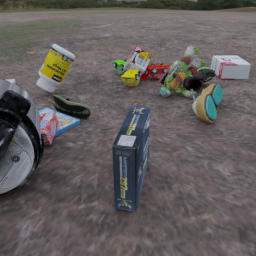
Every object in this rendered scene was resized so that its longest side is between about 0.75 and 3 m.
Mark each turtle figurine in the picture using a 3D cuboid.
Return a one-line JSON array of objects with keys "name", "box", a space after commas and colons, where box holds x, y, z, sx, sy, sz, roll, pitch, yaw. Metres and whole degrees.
[{"name": "turtle figurine", "box": [2.267, -1.942, 10.547, 1.558, 2.099, 2.165, 38, -10, -7]}]

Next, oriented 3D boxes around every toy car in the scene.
[{"name": "toy car", "box": [0.268, -2.637, 13.068, 2.851, 0.636, 2.683, -21, 34, -35]}]

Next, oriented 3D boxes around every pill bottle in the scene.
[{"name": "pill bottle", "box": [-2.885, -2.314, 11.038, 0.965, 1.716, 0.965, 30, 10, -6]}]

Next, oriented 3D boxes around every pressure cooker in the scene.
[{"name": "pressure cooker", "box": [-2.960, 0.253, 5.891, 2.226, 2.191, 2.492, -11, 26, -13]}]

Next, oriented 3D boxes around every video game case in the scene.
[{"name": "video game case", "box": [-2.530, -0.216, 8.960, 1.664, 0.148, 1.191, 19, 34, 32]}]

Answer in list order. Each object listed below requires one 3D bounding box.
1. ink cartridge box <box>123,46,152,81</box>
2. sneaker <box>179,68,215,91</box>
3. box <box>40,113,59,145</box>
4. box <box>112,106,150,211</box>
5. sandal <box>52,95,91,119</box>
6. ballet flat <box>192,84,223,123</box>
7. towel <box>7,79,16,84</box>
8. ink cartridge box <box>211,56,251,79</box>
[{"name": "ink cartridge box", "box": [0.585, -2.974, 12.931, 1.204, 0.575, 1.371, 29, 47, -7]}, {"name": "sneaker", "box": [2.929, -1.946, 11.779, 2.039, 0.782, 0.854, -23, 46, -24]}, {"name": "box", "box": [-2.336, 0.022, 7.932, 0.471, 0.451, 0.945, -4, 40, 9]}, {"name": "box", "box": [0.124, 0.565, 6.017, 0.486, 1.502, 1.905, 6, 28, 11]}, {"name": "sandal", "box": [-1.898, -0.721, 9.473, 1.569, 0.623, 0.448, 19, 37, 15]}, {"name": "ballet flat", "box": [2.650, -0.773, 9.556, 0.828, 0.901, 2.627, -17, 14, 33]}, {"name": "towel", "box": [-5.592, -1.800, 11.917, 1.322, 0.213, 1.262, -3, 28, -7]}, {"name": "ink cartridge box", "box": [4.901, -2.961, 13.541, 1.286, 0.738, 1.770, 0, 28, -1]}]
